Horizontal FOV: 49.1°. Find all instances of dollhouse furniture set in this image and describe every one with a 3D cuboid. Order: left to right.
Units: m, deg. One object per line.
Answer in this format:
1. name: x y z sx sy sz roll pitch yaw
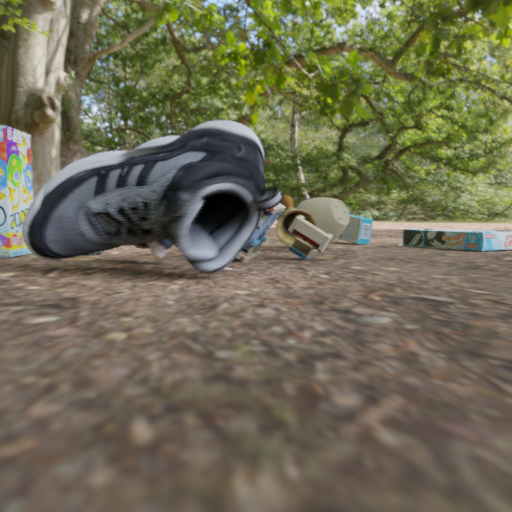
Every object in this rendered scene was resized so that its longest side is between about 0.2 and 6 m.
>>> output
1. dollhouse furniture set: 0.353 -0.261 9.597 1.503 1.060 1.053 32 13 8

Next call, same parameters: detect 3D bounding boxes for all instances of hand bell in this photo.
1. hand bell: 0.759 -0.953 12.318 0.853 0.853 1.638 0 29 -5

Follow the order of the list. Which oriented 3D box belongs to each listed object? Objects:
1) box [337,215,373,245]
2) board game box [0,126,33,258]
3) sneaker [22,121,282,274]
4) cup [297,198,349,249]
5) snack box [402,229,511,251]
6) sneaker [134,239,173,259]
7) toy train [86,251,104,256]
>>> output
1. box: 2.380 -0.768 15.000 0.412 0.689 1.675 3 9 -30
2. board game box: -5.022 -1.176 10.576 1.215 2.359 1.237 0 4 -1
3. sneaker: -1.398 -0.546 7.207 3.510 1.325 1.998 -22 36 -2
4. cup: 1.583 -0.838 12.592 1.173 1.173 0.839 -4 -14 -45
5. snack box: 4.726 -0.393 12.935 1.397 0.446 2.405 -2 5 -28
6. sneaker: -1.946 -0.517 9.200 1.570 0.623 0.616 35 11 34
7. toy train: -3.253 -0.131 10.913 0.363 0.272 0.637 -8 0 29
